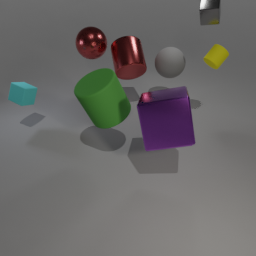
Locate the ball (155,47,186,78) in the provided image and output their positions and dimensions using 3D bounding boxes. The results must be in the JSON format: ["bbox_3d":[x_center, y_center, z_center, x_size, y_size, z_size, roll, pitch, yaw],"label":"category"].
[{"bbox_3d":[1.929,-2.991,12.854,1.400,1.400,1.400,0,32,0],"label":"ball"}]

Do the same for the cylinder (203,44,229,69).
[{"bbox_3d":[3.428,-2.770,10.900,0.700,0.700,0.700,-51,42,4],"label":"cylinder"}]

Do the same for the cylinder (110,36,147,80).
[{"bbox_3d":[0.021,-3.055,12.317,1.400,1.400,1.400,-7,72,-11],"label":"cylinder"}]

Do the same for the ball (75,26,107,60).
[{"bbox_3d":[-1.612,-3.743,12.371,1.400,1.400,1.400,0,32,0],"label":"ball"}]

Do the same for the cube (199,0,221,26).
[{"bbox_3d":[3.106,-4.394,10.562,0.700,0.700,0.700,4,58,21],"label":"cube"}]

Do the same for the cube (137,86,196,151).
[{"bbox_3d":[1.122,-0.302,8.143,1.400,1.400,1.400,-8,19,11],"label":"cube"}]

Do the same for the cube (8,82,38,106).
[{"bbox_3d":[-4.031,-1.313,10.743,0.700,0.700,0.700,24,18,17],"label":"cube"}]

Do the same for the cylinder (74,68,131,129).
[{"bbox_3d":[-0.786,-0.939,8.950,1.400,1.400,1.400,-16,41,15],"label":"cylinder"}]
